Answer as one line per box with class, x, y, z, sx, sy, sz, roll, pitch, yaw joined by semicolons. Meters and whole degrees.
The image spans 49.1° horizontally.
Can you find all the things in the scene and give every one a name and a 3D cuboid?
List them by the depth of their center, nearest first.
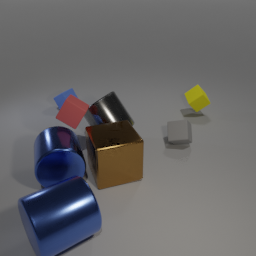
cylinder;-1.521;1.954;6.240;1.400;1.400;1.400;-19;34;-31
cylinder;-2.038;0.861;8.268;1.400;1.400;1.400;-8;29;-15
cube;-0.428;0.758;8.465;1.400;1.400;1.400;-10;30;-17
cube;-1.714;-0.513;8.716;0.700;0.700;0.700;31;17;-10
cube;1.824;0.151;9.835;0.700;0.700;0.700;-6;-15;24
cylinder;-0.705;-0.366;10.023;1.400;1.400;1.400;-33;6;4
cube;2.926;-1.246;11.824;0.700;0.700;0.700;-35;41;23
cube;-2.748;-1.262;12.554;0.700;0.700;0.700;-21;13;39
